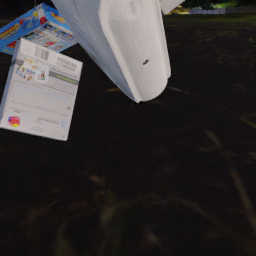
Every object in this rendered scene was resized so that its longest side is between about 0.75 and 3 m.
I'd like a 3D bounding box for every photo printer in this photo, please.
[{"bbox_3d":[-0.465,-1.954,4.531,1.034,2.977,2.477,-40,66,-2],"label":"photo printer"}]

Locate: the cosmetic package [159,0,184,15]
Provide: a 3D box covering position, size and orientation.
[{"bbox_3d":[1.405,-3.884,6.774,2.048,1.041,0.758,-33,-15,18],"label":"cosmetic package"}]

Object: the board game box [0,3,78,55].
[{"bbox_3d":[-2.527,-2.668,8.160,1.829,0.522,1.868,-19,-4,21],"label":"board game box"}]

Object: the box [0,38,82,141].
[{"bbox_3d":[-1.206,-0.499,3.938,0.941,1.207,0.249,15,-11,-35],"label":"box"}]
